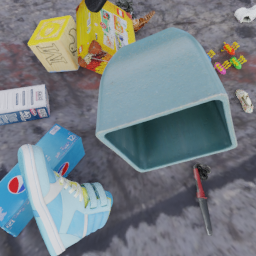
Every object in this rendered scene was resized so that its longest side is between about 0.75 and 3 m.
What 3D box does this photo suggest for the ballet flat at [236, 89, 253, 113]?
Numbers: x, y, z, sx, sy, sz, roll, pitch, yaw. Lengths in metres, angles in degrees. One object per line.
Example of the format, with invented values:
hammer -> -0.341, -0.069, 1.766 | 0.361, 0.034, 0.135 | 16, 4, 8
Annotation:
ballet flat -> 3.946, -0.973, 9.393 | 0.396, 0.335, 1.047 | -8, 55, -5

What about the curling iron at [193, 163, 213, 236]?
curling iron -> 2.066, 1.825, 7.494 | 0.496, 0.256, 2.001 | 2, 55, 1

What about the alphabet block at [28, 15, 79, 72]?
alphabet block -> -2.431, -2.929, 9.889 | 1.340, 1.365, 1.333 | -1, 57, 21

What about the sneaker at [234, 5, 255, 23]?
sneaker -> 5.352, -4.863, 12.049 | 1.448, 0.542, 0.721 | -14, 66, -2

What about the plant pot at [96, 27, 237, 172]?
plant pot -> 0.760, -0.715, 5.982 | 2.289, 2.295, 2.337 | -17, 59, 17

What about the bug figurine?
bug figurine -> 3.528, -2.605, 10.469 | 1.702, 0.438, 1.320 | -20, 64, -18

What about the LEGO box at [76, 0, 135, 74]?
LEGO box -> -0.732, -3.129, 9.704 | 1.893, 0.981, 2.542 | 16, 57, -38

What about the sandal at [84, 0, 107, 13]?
sandal -> -0.322, -4.453, 7.769 | 0.634, 2.815, 1.057 | -9, 65, -43

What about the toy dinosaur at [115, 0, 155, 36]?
toy dinosaur -> 0.058, -4.369, 11.523 | 2.114, 1.080, 1.435 | -20, 81, -29

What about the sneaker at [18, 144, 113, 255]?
sneaker -> -1.341, 1.418, 6.512 | 1.859, 2.847, 1.132 | -20, 29, -22

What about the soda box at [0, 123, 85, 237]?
soda box -> -2.402, 1.297, 7.419 | 0.919, 0.971, 2.863 | 28, 60, 18

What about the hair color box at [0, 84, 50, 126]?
hair color box -> -3.618, -0.716, 9.034 | 2.037, 0.616, 1.019 | -10, 56, -7
